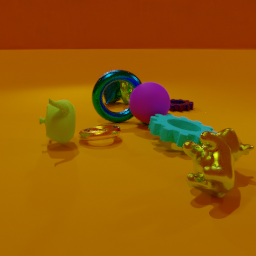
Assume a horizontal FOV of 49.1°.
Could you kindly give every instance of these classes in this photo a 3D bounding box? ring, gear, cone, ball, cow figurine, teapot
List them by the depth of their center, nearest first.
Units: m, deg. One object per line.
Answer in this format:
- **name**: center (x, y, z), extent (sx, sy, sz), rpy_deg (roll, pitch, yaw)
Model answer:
- **cow figurine**: center (1.720, 0.621, 5.183), extent (1.476, 0.823, 1.500), rpy_deg (26, 49, -27)
- **teapot**: center (-1.768, -0.201, 6.999), extent (0.860, 1.756, 1.092), rpy_deg (1, 57, -18)
- **gear**: center (1.425, 0.066, 7.309), extent (1.733, 0.321, 1.733), rpy_deg (11, 18, -4)
- **ring**: center (-0.767, 0.128, 7.588), extent (1.169, 0.234, 1.169), rpy_deg (-6, 9, 1)
- **ball**: center (0.652, -0.755, 8.413), extent (1.230, 1.230, 1.230), rpy_deg (0, 17, 0)
- **ring**: center (-0.296, -0.994, 8.944), extent (1.729, 1.729, 0.346), rpy_deg (-4, 23, -14)
- **ring**: center (0.959, -0.320, 9.293), extent (1.166, 0.233, 1.166), rpy_deg (0, 17, 0)
- **gear**: center (1.940, -0.916, 11.177), extent (1.316, 0.243, 1.316), rpy_deg (0, 17, 0)
- **cone**: center (-0.730, -1.327, 11.497), extent (1.272, 1.272, 1.276), rpy_deg (3, 36, 10)
- **ring**: center (-0.041, -1.627, 11.697), extent (0.259, 1.293, 1.293), rpy_deg (-2, 16, 17)
